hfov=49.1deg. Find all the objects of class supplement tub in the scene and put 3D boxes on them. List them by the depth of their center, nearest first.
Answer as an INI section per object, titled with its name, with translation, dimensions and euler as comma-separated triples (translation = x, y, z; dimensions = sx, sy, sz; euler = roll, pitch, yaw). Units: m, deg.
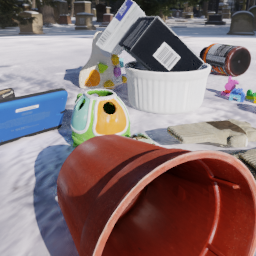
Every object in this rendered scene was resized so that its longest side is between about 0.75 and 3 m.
[supplement tub]
translation = 4.987, -3.678, 14.821
dimensions = 1.497, 1.497, 2.800
euler = -8, 23, -19

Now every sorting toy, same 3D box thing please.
[sorting toy]
translation = -0.921, -3.035, 12.176
dimensions = 1.344, 2.265, 2.517
euler = 11, 25, 26

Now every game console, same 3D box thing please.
[game console]
translation = -2.879, -0.373, 7.001
dimensions = 2.221, 1.896, 1.314
euler = -21, 57, -41

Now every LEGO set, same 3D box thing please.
[LEGO set]
translation = 4.499, -1.422, 9.906
dimensions = 2.369, 0.972, 0.904
euler = 11, 25, 26

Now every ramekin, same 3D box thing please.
[ramekin]
translation = 1.284, -1.474, 9.496
dimensions = 2.820, 1.375, 2.820
euler = 0, 21, 0

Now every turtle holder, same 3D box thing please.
[turtle holder]
translation = -0.638, -0.250, 6.565
dimensions = 1.393, 1.302, 1.834
euler = -1, 22, -2

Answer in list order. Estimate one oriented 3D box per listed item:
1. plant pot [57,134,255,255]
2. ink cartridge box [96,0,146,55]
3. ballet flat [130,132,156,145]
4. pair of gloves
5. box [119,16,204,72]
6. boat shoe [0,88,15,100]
[plant pot]
translation = 0.107, 0.928, 3.213
dimensions = 1.895, 1.895, 1.843
euler = -12, 17, -26
[ink cartridge box]
translation = -0.178, -3.463, 9.853
dimensions = 0.373, 1.832, 1.836
euler = 42, 16, 8
[ballet flat]
translation = 0.386, 0.708, 4.931
dimensions = 0.832, 0.832, 2.242
euler = -6, 23, -14
[pair of gloves]
translation = 2.399, 0.432, 6.026
dimensions = 2.278, 0.470, 2.679
euler = -8, 25, -28
[box]
translation = 0.985, -2.429, 9.033
dimensions = 2.074, 1.285, 2.038
euler = 36, 12, -22
[boat shoe]
translation = -4.480, -0.745, 8.637
dimensions = 0.811, 0.662, 2.196
euler = 18, 28, 38
